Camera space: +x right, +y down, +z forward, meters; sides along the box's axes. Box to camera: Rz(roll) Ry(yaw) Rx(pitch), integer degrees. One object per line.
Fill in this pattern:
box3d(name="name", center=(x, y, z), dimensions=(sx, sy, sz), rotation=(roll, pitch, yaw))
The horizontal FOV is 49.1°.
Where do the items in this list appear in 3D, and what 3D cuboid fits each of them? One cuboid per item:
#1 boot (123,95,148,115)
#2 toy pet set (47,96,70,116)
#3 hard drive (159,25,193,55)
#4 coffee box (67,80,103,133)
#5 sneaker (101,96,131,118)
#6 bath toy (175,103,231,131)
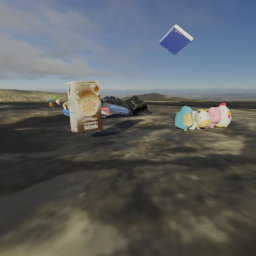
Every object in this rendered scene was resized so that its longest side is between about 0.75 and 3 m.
box3d(name="boot", center=(0.129, -0.883, 12.820), dimensions=(1.301, 0.518, 1.578), rotation=(-38, 28, 1))
box3d(name="toy pet set", center=(-2.472, -0.866, 11.020), dimensions=(1.037, 0.551, 0.968), rotation=(-25, -29, -8))
box3d(name="hard drive", center=(1.933, -3.568, 11.462), dimensions=(0.879, 0.169, 1.332), rotation=(34, -20, -11))
box3d(name="coffee box", center=(-0.829, -0.420, 5.437), dimensions=(0.553, 0.967, 0.386), rotation=(-9, 9, -30))
box3d(name="sneaker", center=(-0.898, -0.739, 10.677), dimensions=(2.045, 0.802, 0.770), rotation=(5, 35, -17))
box3d(name="bath toy", center=(2.150, -0.320, 7.560), dimensions=(1.833, 0.678, 0.797), rotation=(-5, 20, -34))
